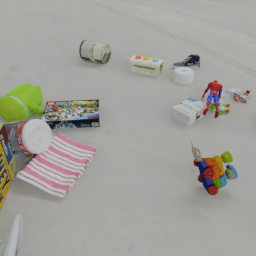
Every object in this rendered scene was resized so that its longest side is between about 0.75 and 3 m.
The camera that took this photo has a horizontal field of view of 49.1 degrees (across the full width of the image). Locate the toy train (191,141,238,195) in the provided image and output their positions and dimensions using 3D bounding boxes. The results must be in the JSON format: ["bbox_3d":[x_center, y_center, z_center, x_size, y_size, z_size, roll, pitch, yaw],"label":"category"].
[{"bbox_3d":[2.648,1.011,8.504,1.141,1.972,0.835,-23,28,-5],"label":"toy train"}]

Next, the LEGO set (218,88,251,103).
[{"bbox_3d":[5.223,-1.749,13.923,1.871,0.459,1.398,3,40,5],"label":"LEGO set"}]

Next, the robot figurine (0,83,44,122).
[{"bbox_3d":[-4.683,-1.086,12.251,1.988,1.311,2.266,11,37,15],"label":"robot figurine"}]

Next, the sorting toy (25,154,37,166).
[{"bbox_3d":[-3.182,1.144,10.074,1.466,0.248,0.707,11,38,14],"label":"sorting toy"}]

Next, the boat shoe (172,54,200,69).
[{"bbox_3d":[3.484,-3.977,16.669,1.692,0.784,0.632,-5,36,-8],"label":"boat shoe"}]

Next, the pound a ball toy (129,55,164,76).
[{"bbox_3d":[1.030,-3.871,16.425,2.141,0.909,1.396,15,39,19],"label":"pound a ball toy"}]

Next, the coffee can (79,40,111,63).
[{"bbox_3d":[-2.027,-4.723,17.344,1.621,1.187,1.187,15,39,19],"label":"coffee can"}]

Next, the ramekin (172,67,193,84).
[{"bbox_3d":[3.046,-2.916,15.402,1.153,0.562,1.153,0,36,0],"label":"ramekin"}]

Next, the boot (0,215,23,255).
[{"bbox_3d":[-3.245,3.045,7.050,0.910,0.700,1.903,1,36,-9],"label":"boot"}]

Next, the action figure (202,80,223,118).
[{"bbox_3d":[3.838,-1.236,12.928,0.782,1.186,2.396,17,51,8],"label":"action figure"}]

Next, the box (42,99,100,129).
[{"bbox_3d":[-2.453,-0.627,12.333,2.410,0.454,1.646,-3,36,-5],"label":"box"}]

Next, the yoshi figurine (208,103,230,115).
[{"bbox_3d":[4.131,-0.921,12.713,0.955,0.535,0.537,3,43,9],"label":"yoshi figurine"}]

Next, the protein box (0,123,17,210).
[{"bbox_3d":[-5.258,1.445,8.184,2.887,1.947,2.866,-1,36,-2],"label":"protein box"}]

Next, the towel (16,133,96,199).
[{"bbox_3d":[-2.380,1.177,9.696,1.789,0.366,2.445,20,39,12],"label":"towel"}]

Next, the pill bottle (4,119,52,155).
[{"bbox_3d":[-3.874,0.349,10.009,2.155,1.193,1.193,-5,30,32],"label":"pill bottle"}]

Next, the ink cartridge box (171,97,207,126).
[{"bbox_3d":[2.706,-0.736,12.384,1.352,0.566,0.981,-29,45,-34],"label":"ink cartridge box"}]
